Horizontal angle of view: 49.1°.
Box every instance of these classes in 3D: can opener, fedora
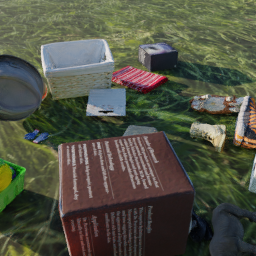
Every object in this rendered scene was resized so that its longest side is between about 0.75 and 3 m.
[{"bbox_3d":[1.569,2.235,7.284,0.534,0.663,1.685,-42,35,9],"label":"can opener"},{"bbox_3d":[-4.167,-1.305,10.221,2.832,2.505,1.279,27,0,-45],"label":"fedora"}]

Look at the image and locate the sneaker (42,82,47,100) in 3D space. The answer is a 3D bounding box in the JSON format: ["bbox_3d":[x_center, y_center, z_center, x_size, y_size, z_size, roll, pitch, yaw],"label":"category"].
[{"bbox_3d":[-4.343,-1.642,12.301,1.009,1.073,2.619,5,35,7],"label":"sneaker"}]

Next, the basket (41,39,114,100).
[{"bbox_3d":[-2.252,-2.645,12.796,2.995,1.848,2.030,-10,51,-11],"label":"basket"}]

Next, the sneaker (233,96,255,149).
[{"bbox_3d":[4.811,-0.104,10.306,1.503,1.041,2.683,16,48,15],"label":"sneaker"}]

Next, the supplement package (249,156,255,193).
[{"bbox_3d":[4.542,0.761,8.024,1.444,1.963,1.877,16,37,22],"label":"supplement package"}]

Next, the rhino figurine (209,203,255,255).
[{"bbox_3d":[2.389,2.681,6.352,1.041,0.712,2.380,10,38,14],"label":"rhino figurine"}]

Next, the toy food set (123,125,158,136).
[{"bbox_3d":[0.403,0.315,10.169,1.212,0.366,0.870,5,34,21],"label":"toy food set"}]

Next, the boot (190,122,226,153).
[{"bbox_3d":[2.812,0.288,9.947,1.228,0.572,1.588,11,30,14],"label":"boot"}]

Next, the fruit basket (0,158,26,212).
[{"bbox_3d":[-3.601,1.396,7.342,1.320,1.830,1.830,14,37,20],"label":"fruit basket"}]

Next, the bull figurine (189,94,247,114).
[{"bbox_3d":[3.765,-0.986,11.414,2.455,0.800,1.490,-1,2,11],"label":"bull figurine"}]

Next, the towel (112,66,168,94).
[{"bbox_3d":[0.473,-2.570,14.351,2.701,0.304,1.953,25,41,32],"label":"towel"}]

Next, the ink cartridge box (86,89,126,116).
[{"bbox_3d":[-0.895,-0.985,11.983,1.607,0.475,2.008,0,40,-1],"label":"ink cartridge box"}]

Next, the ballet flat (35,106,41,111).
[{"bbox_3d":[-3.984,-0.858,11.640,0.262,0.307,0.923,0,1,31],"label":"ballet flat"}]

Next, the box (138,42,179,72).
[{"bbox_3d":[1.693,-4.065,15.870,1.711,1.055,1.698,-13,38,-18],"label":"box"}]

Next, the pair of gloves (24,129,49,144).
[{"bbox_3d":[-3.368,0.301,10.346,0.854,0.097,0.686,15,37,22],"label":"pair of gloves"}]

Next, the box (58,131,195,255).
[{"bbox_3d":[-0.154,1.653,6.518,2.619,2.173,2.150,-7,35,-10],"label":"box"}]
